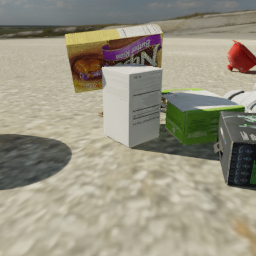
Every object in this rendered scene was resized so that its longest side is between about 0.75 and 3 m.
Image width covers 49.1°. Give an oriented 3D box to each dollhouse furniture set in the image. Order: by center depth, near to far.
[{"bbox_3d":[0.207,-0.557,9.245,1.517,0.869,1.779,22,56,39],"label":"dollhouse furniture set"}]

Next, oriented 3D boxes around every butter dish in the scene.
[{"bbox_3d":[6.520,-4.004,16.506,2.071,1.531,2.065,43,24,-6],"label":"butter dish"}]

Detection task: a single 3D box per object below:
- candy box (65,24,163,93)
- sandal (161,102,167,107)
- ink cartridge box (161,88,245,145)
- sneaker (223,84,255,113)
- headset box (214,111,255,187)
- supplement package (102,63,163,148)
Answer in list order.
[{"bbox_3d":[-0.341,-1.905,7.746,2.535,1.479,0.716,-8,42,-7],"label":"candy box"},{"bbox_3d":[0.816,-1.000,10.233,1.407,0.337,0.529,9,23,21],"label":"sandal"},{"bbox_3d":[1.881,-0.477,8.125,1.748,0.896,2.365,-6,22,-15],"label":"ink cartridge box"},{"bbox_3d":[4.426,-0.817,8.984,2.589,0.973,1.488,-15,26,-21],"label":"sneaker"},{"bbox_3d":[2.877,0.398,5.806,2.075,0.963,1.807,3,22,9],"label":"headset box"},{"bbox_3d":[0.097,-0.631,7.201,1.103,1.842,1.117,-17,29,-37],"label":"supplement package"}]
